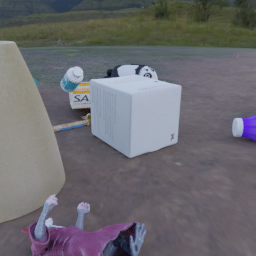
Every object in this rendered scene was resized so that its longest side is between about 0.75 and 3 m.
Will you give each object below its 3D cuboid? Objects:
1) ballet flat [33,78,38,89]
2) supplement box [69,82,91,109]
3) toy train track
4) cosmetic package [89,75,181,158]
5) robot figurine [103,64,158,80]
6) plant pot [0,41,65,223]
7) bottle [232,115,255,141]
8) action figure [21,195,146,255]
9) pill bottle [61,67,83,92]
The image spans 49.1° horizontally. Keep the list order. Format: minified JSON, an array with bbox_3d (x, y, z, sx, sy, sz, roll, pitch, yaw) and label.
[{"bbox_3d":[-5.079,-1.755,12.888,0.923,1.005,2.927,-11,18,8],"label":"ballet flat"},{"bbox_3d":[-1.500,-1.350,11.138,1.638,0.956,2.599,-4,9,-11],"label":"supplement box"},{"bbox_3d":[-1.656,-0.287,9.598,2.584,0.420,1.482,-14,24,-32],"label":"toy train track"},{"bbox_3d":[0.157,-0.472,8.127,1.764,1.753,2.108,-14,25,-34],"label":"cosmetic package"},{"bbox_3d":[0.132,-2.168,13.035,2.494,1.874,1.556,7,1,19],"label":"robot figurine"},{"bbox_3d":[-2.782,-0.159,5.549,2.771,2.959,2.771,-1,20,0],"label":"plant pot"},{"bbox_3d":[4.345,0.021,8.214,2.369,0.773,0.990,2,21,6],"label":"bottle"},{"bbox_3d":[-0.720,1.694,3.881,1.907,1.420,1.277,-8,-21,29],"label":"action figure"},{"bbox_3d":[-1.654,-1.466,8.375,0.499,0.499,0.900,-16,-11,-36],"label":"pill bottle"}]
